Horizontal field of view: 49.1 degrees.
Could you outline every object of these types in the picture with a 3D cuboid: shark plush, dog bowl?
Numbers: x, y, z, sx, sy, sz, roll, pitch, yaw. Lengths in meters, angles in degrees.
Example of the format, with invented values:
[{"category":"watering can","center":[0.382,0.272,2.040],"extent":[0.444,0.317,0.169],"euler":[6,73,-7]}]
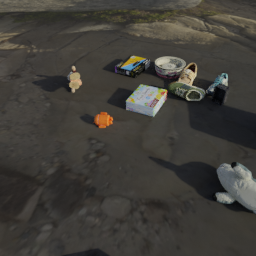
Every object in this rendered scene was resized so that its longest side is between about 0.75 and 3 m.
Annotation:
[{"category":"shark plush","center":[3.988,1.893,8.254],"extent":[2.954,1.342,1.231],"euler":[20,11,31]},{"category":"dog bowl","center":[2.257,-3.271,15.218],"extent":[1.673,0.617,1.673],"euler":[1,38,0]}]

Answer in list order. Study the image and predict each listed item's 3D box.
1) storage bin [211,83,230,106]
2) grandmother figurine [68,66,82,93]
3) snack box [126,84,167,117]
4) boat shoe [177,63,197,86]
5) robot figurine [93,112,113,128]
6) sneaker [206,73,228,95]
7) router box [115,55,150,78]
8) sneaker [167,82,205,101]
[{"category":"storage bin","center":[4.196,-1.518,12.712],"extent":[0.403,0.861,0.582],"euler":[-31,50,-35]},{"category":"grandmother figurine","center":[-2.603,-2.352,13.566],"extent":[0.627,1.256,2.070],"euler":[12,15,-15]},{"category":"snack box","center":[0.848,-1.270,12.629],"extent":[1.350,0.542,1.600],"euler":[17,41,23]},{"category":"boat shoe","center":[2.995,-2.651,14.262],"extent":[0.816,0.766,2.214],"euler":[15,42,16]},{"category":"robot figurine","center":[-1.032,-0.331,11.505],"extent":[0.794,0.571,0.463],"euler":[3,22,6]},{"category":"sneaker","center":[4.346,-2.155,13.644],"extent":[0.674,0.750,1.737],"euler":[22,42,28]},{"category":"router box","center":[0.274,-3.430,15.554],"extent":[1.300,0.445,1.743],"euler":[19,41,23]},{"category":"sneaker","center":[2.683,-1.683,13.037],"extent":[1.800,0.604,0.808],"euler":[15,29,11]}]
